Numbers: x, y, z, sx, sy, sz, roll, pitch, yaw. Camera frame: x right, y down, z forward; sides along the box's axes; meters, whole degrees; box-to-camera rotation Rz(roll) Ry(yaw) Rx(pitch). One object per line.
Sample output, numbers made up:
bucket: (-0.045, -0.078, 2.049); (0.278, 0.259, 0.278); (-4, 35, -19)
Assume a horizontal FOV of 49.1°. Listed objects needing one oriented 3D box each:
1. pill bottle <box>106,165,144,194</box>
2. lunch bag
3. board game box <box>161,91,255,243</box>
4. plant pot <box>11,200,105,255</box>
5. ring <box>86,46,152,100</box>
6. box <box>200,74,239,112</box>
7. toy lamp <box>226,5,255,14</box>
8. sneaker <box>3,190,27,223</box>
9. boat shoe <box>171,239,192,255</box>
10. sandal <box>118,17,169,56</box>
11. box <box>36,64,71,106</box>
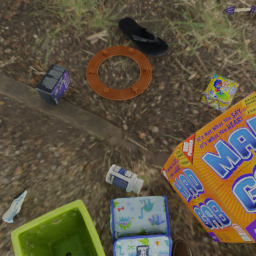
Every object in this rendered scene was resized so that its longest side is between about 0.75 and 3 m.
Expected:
pill bottle: (-0.089, 1.599, 8.630); (1.069, 0.593, 0.593); (23, 67, 12)
lunch bag: (0.326, 2.883, 7.775); (1.608, 1.205, 1.891); (-2, 76, -4)
board game box: (2.882, 1.189, 7.630); (2.616, 2.614, 2.614); (-33, 73, -14)
plant pot: (-1.612, 3.222, 7.254); (1.911, 1.734, 1.901); (-23, 68, -10)
ring: (-0.340, -2.178, 10.614); (2.517, 0.242, 2.517); (0, 65, 0)
box: (3.262, -1.250, 9.979); (0.941, 0.596, 0.977); (26, 68, 11)
toy lamp: (4.762, -5.024, 11.908); (1.153, 0.336, 0.336); (-4, 65, -5)
sneaker: (-3.358, 2.359, 8.466); (0.373, 0.370, 1.030); (40, 58, -22)
boat shoe: (1.474, 3.927, 7.508); (0.667, 0.668, 1.805); (1, 65, 0)
sandal: (0.541, -3.670, 11.147); (2.442, 0.523, 0.928); (39, 71, 16)
box: (-2.623, -1.519, 9.959); (0.609, 0.863, 1.167); (21, 68, 9)
